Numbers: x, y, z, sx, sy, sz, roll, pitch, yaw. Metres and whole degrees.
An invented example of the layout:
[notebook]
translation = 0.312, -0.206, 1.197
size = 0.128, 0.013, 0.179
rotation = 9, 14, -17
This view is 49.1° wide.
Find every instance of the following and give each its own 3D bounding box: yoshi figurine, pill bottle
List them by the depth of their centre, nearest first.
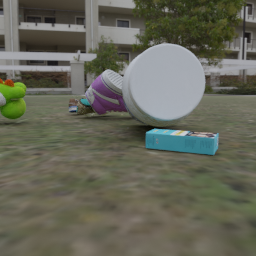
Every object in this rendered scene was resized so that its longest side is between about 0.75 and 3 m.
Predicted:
[pill bottle]
translation = 0.690, -0.860, 6.465
size = 1.667, 1.667, 2.931
rotation = 0, 1, 0
[yoshi figurine]
translation = -3.982, -0.605, 8.019
size = 2.362, 1.327, 1.322
rotation = -11, -15, 1

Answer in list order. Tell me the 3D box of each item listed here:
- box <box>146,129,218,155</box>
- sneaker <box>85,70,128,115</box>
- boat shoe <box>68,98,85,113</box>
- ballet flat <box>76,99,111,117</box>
[box]
translation = 0.895, 0.214, 4.676
size = 1.130, 0.278, 0.465
rotation = 4, 10, 25
[sneaker]
translation = -0.262, -0.872, 9.760
size = 2.675, 0.969, 1.525
rotation = 29, -55, -34
[boat shoe]
translation = -1.730, -0.930, 11.388
size = 0.597, 0.598, 1.653
rotation = -8, -3, 30
[ballet flat]
translation = -1.115, -0.731, 10.294
size = 1.851, 0.697, 0.628
rotation = -7, 46, -42
